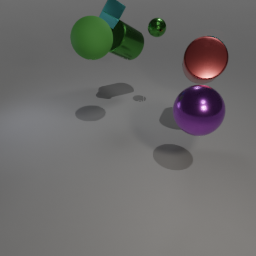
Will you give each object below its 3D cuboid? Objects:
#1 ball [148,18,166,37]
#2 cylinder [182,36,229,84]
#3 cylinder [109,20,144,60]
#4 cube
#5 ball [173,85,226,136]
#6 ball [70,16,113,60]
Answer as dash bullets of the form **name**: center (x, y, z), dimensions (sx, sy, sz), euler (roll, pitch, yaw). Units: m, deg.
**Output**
- **ball**: center (1.103, -3.806, 10.613), dimensions (0.700, 0.700, 0.700), euler (0, 31, 0)
- **cylinder**: center (2.602, -2.278, 9.626), dimensions (1.400, 1.400, 1.400), euler (5, 4, 9)
- **cylinder**: center (-0.226, -3.878, 12.441), dimensions (1.400, 1.400, 1.400), euler (27, 12, 37)
- **cube**: center (-0.615, -4.346, 10.581), dimensions (0.700, 0.700, 0.700), euler (28, -16, -14)
- **ball**: center (1.935, -0.478, 7.678), dimensions (1.400, 1.400, 1.400), euler (0, 31, 0)
- **ball**: center (-1.197, -2.973, 9.284), dimensions (1.400, 1.400, 1.400), euler (0, 31, 0)
